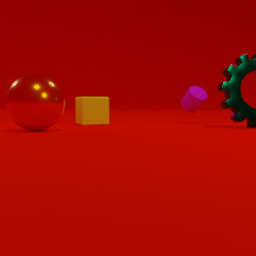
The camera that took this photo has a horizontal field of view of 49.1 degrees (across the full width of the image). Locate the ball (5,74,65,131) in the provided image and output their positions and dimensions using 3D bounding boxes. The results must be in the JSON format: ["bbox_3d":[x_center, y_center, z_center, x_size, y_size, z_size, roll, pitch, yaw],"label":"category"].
[{"bbox_3d":[-2.148,-0.592,6.541,1.322,1.322,1.322,0,4,0],"label":"ball"}]

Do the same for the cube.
[{"bbox_3d":[-1.207,-0.580,9.396,0.902,0.902,0.902,-2,6,-24],"label":"cube"}]

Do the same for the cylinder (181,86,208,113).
[{"bbox_3d":[2.381,-1.029,10.093,0.701,0.701,0.701,-2,-38,-26],"label":"cylinder"}]

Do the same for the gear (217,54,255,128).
[{"bbox_3d":[3.490,-1.026,7.646,1.991,1.991,0.368,0,-2,-5],"label":"gear"}]
